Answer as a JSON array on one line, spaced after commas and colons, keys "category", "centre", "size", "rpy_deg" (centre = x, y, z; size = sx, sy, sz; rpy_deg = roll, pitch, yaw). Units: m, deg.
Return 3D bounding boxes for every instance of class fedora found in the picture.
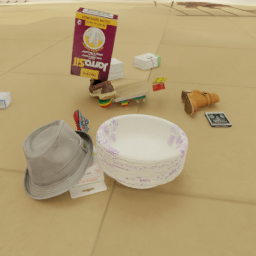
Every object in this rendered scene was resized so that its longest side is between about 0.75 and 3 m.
[{"category": "fedora", "centre": [-2.034, 0.595, 7.437], "size": [2.094, 1.069, 2.367], "rpy_deg": [-15, 34, 16]}]

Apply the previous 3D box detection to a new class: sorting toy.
[{"category": "sorting toy", "centre": [0.271, -1.469, 11.832], "size": [2.943, 0.498, 1.419], "rpy_deg": [-13, 30, 6]}]

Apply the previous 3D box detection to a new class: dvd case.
[{"category": "dvd case", "centre": [3.362, -0.322, 10.493], "size": [0.745, 0.123, 0.992], "rpy_deg": [-1, 30, -1]}]

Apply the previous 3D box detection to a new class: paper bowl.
[{"category": "paper bowl", "centre": [0.344, 0.675, 7.611], "size": [2.411, 1.254, 2.411], "rpy_deg": [2, 29, -1]}]

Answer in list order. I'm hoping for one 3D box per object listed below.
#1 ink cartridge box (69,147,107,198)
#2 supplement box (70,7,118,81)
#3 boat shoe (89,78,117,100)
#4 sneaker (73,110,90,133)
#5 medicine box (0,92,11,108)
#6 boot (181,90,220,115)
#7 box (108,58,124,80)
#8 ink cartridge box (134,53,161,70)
[{"category": "ink cartridge box", "centre": [-1.271, 1.050, 7.714], "size": [0.999, 0.589, 1.735], "rpy_deg": [-11, 32, -18]}, {"category": "supplement box", "centre": [-1.346, -3.290, 11.045], "size": [1.586, 2.423, 1.250], "rpy_deg": [8, 30, -6]}, {"category": "boat shoe", "centre": [-1.176, -1.816, 11.870], "size": [0.888, 0.886, 2.461], "rpy_deg": [-20, 21, -13]}, {"category": "sneaker", "centre": [-1.521, -0.235, 9.339], "size": [0.447, 0.935, 0.371], "rpy_deg": [-32, 41, -33]}, {"category": "medicine box", "centre": [-5.346, -1.151, 11.602], "size": [0.731, 0.413, 0.803], "rpy_deg": [-2, 31, -3]}, {"category": "boot", "centre": [2.985, -1.040, 11.301], "size": [1.432, 0.707, 1.845], "rpy_deg": [4, 23, 0]}, {"category": "box", "centre": [-0.855, -3.021, 14.358], "size": [0.961, 0.823, 0.956], "rpy_deg": [-17, 35, -26]}, {"category": "ink cartridge box", "centre": [1.089, -3.788, 15.913], "size": [1.304, 0.571, 0.948], "rpy_deg": [-26, 40, -35]}]
